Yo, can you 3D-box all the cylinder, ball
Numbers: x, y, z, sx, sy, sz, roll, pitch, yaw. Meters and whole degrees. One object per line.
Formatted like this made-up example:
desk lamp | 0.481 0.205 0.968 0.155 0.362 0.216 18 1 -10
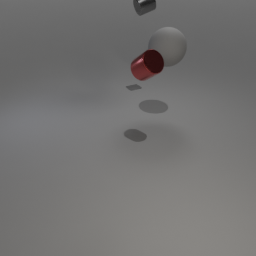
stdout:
cylinder | 0.665 -4.966 11.212 0.700 0.700 0.700 -26 34 -9
ball | 1.441 -2.955 10.256 1.400 1.400 1.400 0 29 0
cylinder | 0.532 -1.741 7.805 0.700 0.700 0.700 -18 1 -29
